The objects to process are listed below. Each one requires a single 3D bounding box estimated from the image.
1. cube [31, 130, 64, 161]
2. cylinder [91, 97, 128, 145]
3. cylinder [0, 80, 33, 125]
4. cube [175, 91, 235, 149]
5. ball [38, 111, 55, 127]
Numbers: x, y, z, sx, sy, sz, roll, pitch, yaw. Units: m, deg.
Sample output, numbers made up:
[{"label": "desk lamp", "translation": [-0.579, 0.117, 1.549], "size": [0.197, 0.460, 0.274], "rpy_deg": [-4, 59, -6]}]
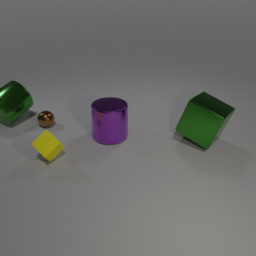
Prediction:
[{"label": "cube", "translation": [-2.733, 0.613, 9.598], "size": [0.700, 0.700, 0.700], "rpy_deg": [41, 76, 12]}, {"label": "cylinder", "translation": [-0.700, -0.296, 10.863], "size": [1.400, 1.400, 1.400], "rpy_deg": [0, 29, 0]}, {"label": "cylinder", "translation": [-5.026, -1.065, 11.885], "size": [1.400, 1.400, 1.400], "rpy_deg": [19, 51, 29]}, {"label": "cube", "translation": [2.881, -0.322, 10.470], "size": [1.400, 1.400, 1.400], "rpy_deg": [34, 35, 21]}, {"label": "ball", "translation": [-3.427, -0.382, 11.741], "size": [0.700, 0.700, 0.700], "rpy_deg": [0, 30, 0]}]
